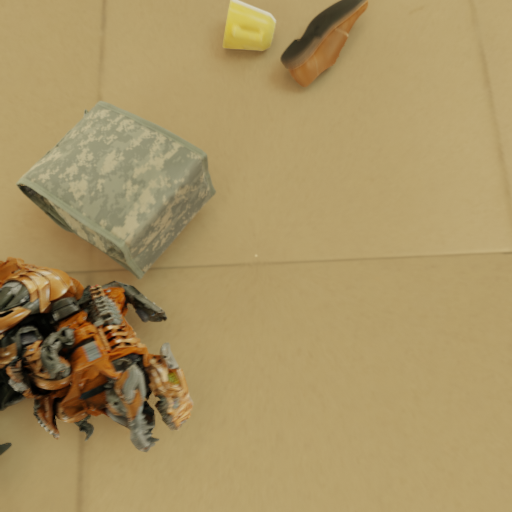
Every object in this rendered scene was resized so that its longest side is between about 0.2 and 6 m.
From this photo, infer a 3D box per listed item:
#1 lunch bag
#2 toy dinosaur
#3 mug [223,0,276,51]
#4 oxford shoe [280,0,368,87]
[{"bbox_3d":[-2.386,-1.238,9.452,2.609,1.534,2.139,33,71,16],"label":"lunch bag"},{"bbox_3d":[-3.594,1.496,8.836,5.464,2.791,3.709,13,45,43],"label":"toy dinosaur"},{"bbox_3d":[-0.137,-4.411,11.060,0.943,0.920,1.149,11,63,-6],"label":"mug"},{"bbox_3d":[1.455,-4.290,11.090,2.309,0.823,0.824,-47,38,-8],"label":"oxford shoe"}]
